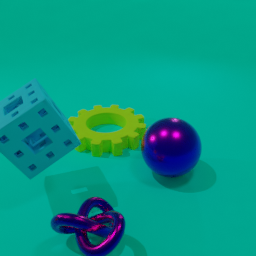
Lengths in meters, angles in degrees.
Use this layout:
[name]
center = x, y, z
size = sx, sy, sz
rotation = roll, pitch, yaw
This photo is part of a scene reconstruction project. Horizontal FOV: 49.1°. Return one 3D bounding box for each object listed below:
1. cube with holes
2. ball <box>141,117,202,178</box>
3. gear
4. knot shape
[cube with holes]
center = -1.733, -0.014, 5.102
size = 1.098, 1.098, 1.098
rotation = -35, 37, -6
[ball]
center = 0.911, 0.409, 5.955
size = 1.276, 1.276, 1.276
rotation = 0, 31, 0
[gear]
center = -0.572, 0.002, 7.519
size = 2.070, 0.383, 2.070
rotation = 0, 31, 0
[knot shape]
center = -0.528, 1.534, 4.561
size = 1.224, 0.566, 1.145
rotation = 8, 8, 23
